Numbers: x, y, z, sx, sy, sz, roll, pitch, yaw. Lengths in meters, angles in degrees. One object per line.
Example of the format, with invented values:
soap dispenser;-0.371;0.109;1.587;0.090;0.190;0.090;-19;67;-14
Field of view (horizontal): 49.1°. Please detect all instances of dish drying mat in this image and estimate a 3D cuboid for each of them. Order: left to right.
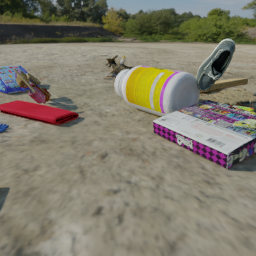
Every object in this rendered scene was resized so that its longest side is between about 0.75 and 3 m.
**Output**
dish drying mat;-3.173;-0.562;9.557;2.978;0.271;1.144;11;22;29

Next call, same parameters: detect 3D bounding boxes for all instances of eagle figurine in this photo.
eagle figurine;-0.257;-3.380;16.012;2.112;1.594;1.603;36;75;11

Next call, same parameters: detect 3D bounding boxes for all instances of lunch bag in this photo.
lunch bag;-5.302;-2.175;13.117;1.565;0.978;2.079;-16;35;-43

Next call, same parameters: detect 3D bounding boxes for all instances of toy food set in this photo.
toy food set;-3.555;-1.476;10.570;0.386;1.556;2.448;-42;-2;1

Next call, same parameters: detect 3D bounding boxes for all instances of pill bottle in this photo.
pill bottle;0.846;-1.311;9.670;1.550;1.550;2.973;-17;26;-37

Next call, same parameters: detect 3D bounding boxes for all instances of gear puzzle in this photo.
gear puzzle;3.131;-0.937;10.255;2.993;0.392;1.550;-8;24;-2

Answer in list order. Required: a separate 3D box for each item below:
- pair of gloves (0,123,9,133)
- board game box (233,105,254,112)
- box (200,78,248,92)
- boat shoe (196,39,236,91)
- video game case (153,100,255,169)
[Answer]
pair of gloves;-4.130;0.008;8.214;1.116;0.127;0.897;12;23;27
board game box;3.497;-0.381;8.961;0.680;0.319;1.340;14;25;33
box;3.367;-1.812;12.132;2.790;0.297;2.281;-14;12;-33
boat shoe;2.452;-1.683;8.016;0.638;1.754;0.542;23;44;-3
video game case;2.318;-0.008;7.376;2.293;0.453;2.530;-21;29;-29
